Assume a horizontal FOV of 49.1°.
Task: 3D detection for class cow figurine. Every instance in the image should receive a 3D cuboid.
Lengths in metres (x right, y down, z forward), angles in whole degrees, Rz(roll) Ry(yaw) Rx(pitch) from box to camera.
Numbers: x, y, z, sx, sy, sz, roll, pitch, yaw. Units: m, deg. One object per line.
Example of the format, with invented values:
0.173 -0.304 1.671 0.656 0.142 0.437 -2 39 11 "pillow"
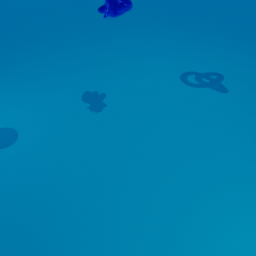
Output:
-0.280 -2.684 5.083 0.648 1.180 1.162 8 68 31 "cow figurine"
